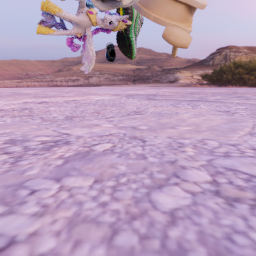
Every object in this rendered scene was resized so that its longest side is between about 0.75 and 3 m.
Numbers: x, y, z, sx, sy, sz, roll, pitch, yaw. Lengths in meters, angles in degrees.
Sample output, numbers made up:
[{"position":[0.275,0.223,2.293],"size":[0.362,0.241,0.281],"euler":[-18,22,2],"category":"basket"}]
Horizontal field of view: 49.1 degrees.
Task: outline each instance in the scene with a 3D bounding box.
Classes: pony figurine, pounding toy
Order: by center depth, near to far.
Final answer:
[{"position":[0.892,-2.875,7.082],"size":[1.626,1.631,2.844],"euler":[26,39,-5],"category":"pounding toy"},{"position":[-1.512,-3.251,9.111],"size":[2.662,2.217,2.570],"euler":[7,-15,-26],"category":"pony figurine"}]

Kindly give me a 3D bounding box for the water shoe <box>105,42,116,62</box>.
[{"position":[-0.710,-3.010,11.601],"size":[0.425,0.469,1.188],"euler":[-18,-23,-4],"category":"water shoe"}]

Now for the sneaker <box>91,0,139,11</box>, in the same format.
[{"position":[0.152,-2.615,4.737],"size":[1.125,0.882,2.263],"euler":[-48,15,-33],"category":"sneaker"}]

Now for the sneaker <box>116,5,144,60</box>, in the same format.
[{"position":[0.202,-3.669,10.442],"size":[1.031,2.420,0.944],"euler":[-30,52,-30],"category":"sneaker"}]
